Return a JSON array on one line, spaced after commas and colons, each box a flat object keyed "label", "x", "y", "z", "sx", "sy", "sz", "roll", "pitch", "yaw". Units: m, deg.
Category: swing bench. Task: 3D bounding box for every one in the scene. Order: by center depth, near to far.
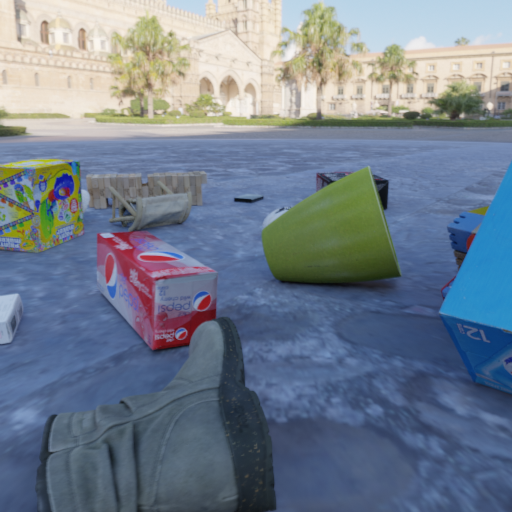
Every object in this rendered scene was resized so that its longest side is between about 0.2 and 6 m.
[{"label": "swing bench", "x": -2.521, "y": -1.138, "z": 13.302, "sx": 1.449, "sy": 0.945, "sz": 1.456, "roll": -12, "pitch": 24, "yaw": -39}]

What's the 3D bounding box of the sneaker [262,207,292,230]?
[{"label": "sneaker", "x": 1.172, "y": -0.598, "z": 11.523, "sx": 1.960, "sy": 0.737, "sz": 1.127, "roll": -4, "pitch": 12, "yaw": -27}]

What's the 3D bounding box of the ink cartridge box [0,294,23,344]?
[{"label": "ink cartridge box", "x": -3.715, "y": 0.860, "z": 7.011, "sx": 1.363, "sy": 0.389, "sz": 1.108, "roll": -11, "pitch": 17, "yaw": -13}]

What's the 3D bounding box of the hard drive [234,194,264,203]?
[{"label": "hard drive", "x": -0.218, "y": -1.737, "z": 16.976, "sx": 0.600, "sy": 0.141, "sz": 0.860, "roll": 7, "pitch": 16, "yaw": 24}]

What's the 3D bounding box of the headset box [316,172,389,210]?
[{"label": "headset box", "x": 2.708, "y": -1.933, "z": 16.297, "sx": 1.696, "sy": 0.856, "sz": 2.282, "roll": -1, "pitch": 15, "yaw": -4}]

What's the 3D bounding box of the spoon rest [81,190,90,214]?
[{"label": "spoon rest", "x": -4.876, "y": -1.209, "z": 13.907, "sx": 1.940, "sy": 0.964, "sz": 0.588, "roll": 2, "pitch": -26, "yaw": 28}]

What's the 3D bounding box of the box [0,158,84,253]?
[{"label": "box", "x": -4.505, "y": -1.092, "z": 11.568, "sx": 1.051, "sy": 1.660, "sz": 1.723, "roll": 5, "pitch": 17, "yaw": 13}]

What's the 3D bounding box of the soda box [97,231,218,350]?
[{"label": "soda box", "x": -1.440, "y": 0.356, "z": 7.571, "sx": 0.832, "sy": 0.918, "sz": 2.623, "roll": -4, "pitch": 15, "yaw": -29}]

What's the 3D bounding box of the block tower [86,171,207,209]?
[{"label": "block tower", "x": -3.102, "y": -1.896, "z": 16.097, "sx": 3.355, "sy": 0.970, "sz": 0.906, "roll": -5, "pitch": 15, "yaw": -10}]

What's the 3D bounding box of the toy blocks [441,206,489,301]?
[{"label": "toy blocks", "x": 3.658, "y": -0.094, "z": 7.499, "sx": 3.232, "sy": 1.615, "sz": 2.209, "roll": -38, "pitch": 32, "yaw": -21}]

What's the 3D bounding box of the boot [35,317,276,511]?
[{"label": "boot", "x": -0.874, "y": 1.238, "z": 4.580, "sx": 1.669, "sy": 0.865, "sz": 2.554, "roll": -6, "pitch": 15, "yaw": -8}]

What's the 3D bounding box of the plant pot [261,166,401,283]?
[{"label": "plant pot", "x": 1.120, "y": -0.283, "z": 8.902, "sx": 1.914, "sy": 1.791, "sz": 1.791, "roll": -16, "pitch": 11, "yaw": 14}]

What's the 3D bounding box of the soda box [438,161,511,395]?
[{"label": "soda box", "x": 3.567, "y": -0.730, "z": 5.624, "sx": 1.530, "sy": 1.447, "sz": 4.510, "roll": 13, "pitch": 62, "yaw": 42}]
